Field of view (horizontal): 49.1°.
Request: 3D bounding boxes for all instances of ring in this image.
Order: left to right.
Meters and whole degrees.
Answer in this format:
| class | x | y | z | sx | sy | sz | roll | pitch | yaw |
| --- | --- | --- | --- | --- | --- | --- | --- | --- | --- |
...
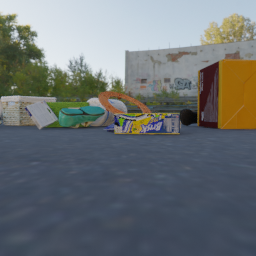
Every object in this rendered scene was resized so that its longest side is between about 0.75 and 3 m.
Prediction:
| class | x | y | z | sx | sy | sz | roll | pitch | yaw |
| --- | --- | --- | --- | --- | --- | --- | --- | --- | --- |
| ring | -0.101 | -0.728 | 9.826 | 2.004 | 0.192 | 2.004 | 20 | 25 | -10 |

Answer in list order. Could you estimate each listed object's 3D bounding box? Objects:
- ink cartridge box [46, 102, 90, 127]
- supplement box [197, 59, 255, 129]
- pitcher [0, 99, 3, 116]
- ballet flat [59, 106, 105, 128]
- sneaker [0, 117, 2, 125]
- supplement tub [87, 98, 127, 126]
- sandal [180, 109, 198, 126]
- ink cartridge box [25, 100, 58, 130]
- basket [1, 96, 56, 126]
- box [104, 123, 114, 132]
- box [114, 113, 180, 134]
| class | x | y | z | sx | sy | sz | roll | pitch | yaw |
| --- | --- | --- | --- | --- | --- | --- | --- | --- | --- |
| ink cartridge box | -2.912 | -0.581 | 12.719 | 2.068 | 1.060 | 2.798 | -1 | 1 | -15 |
| supplement box | 3.964 | -1.242 | 11.099 | 1.669 | 2.479 | 2.513 | 0 | 2 | -5 |
| pitcher | -5.955 | -0.598 | 10.126 | 2.367 | 1.435 | 2.031 | -9 | 2 | 28 |
| ballet flat | -1.813 | -0.405 | 10.845 | 0.735 | 0.768 | 2.183 | 36 | 27 | 29 |
| sneaker | -6.897 | -0.679 | 13.212 | 1.071 | 1.191 | 2.760 | 0 | 2 | 7 |
| supplement tub | -1.089 | -0.760 | 13.661 | 1.342 | 1.342 | 2.034 | 1 | 3 | 29 |
| sandal | 2.853 | -0.508 | 13.245 | 0.464 | 0.773 | 2.059 | 18 | 9 | 35 |
| ink cartridge box | -3.043 | -0.478 | 9.885 | 0.186 | 0.916 | 0.917 | -36 | 0 | 32 |
| basket | -5.202 | -0.886 | 14.832 | 1.647 | 1.499 | 2.430 | 2 | 4 | 35 |
| box | -0.173 | -0.068 | 8.129 | 0.628 | 0.168 | 1.037 | 1 | 19 | 35 |
| box | 0.485 | -0.116 | 7.063 | 1.623 | 0.522 | 0.569 | 1 | 3 | 8 |
